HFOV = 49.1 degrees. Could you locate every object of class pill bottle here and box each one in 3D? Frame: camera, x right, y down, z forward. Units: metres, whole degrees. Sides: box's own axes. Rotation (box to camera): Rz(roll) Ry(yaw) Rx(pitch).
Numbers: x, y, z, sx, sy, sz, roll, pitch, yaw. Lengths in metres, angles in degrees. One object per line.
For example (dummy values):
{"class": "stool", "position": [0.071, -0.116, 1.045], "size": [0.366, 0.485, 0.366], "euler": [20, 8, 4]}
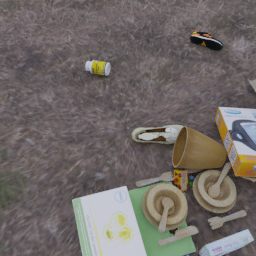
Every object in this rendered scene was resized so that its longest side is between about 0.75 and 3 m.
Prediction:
{"class": "pill bottle", "position": [-1.119, -2.244, 10.409], "size": [0.854, 0.480, 0.480], "euler": [11, 59, 10]}

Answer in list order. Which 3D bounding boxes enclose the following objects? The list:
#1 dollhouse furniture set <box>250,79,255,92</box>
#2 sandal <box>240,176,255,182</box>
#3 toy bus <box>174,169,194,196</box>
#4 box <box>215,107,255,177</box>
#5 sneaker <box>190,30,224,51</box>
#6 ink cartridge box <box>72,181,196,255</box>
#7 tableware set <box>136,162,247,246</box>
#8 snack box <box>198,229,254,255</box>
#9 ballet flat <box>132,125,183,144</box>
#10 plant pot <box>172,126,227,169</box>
{"class": "dollhouse furniture set", "position": [5.238, -1.577, 10.167], "size": [1.309, 0.854, 1.235], "euler": [-23, 81, -48]}
{"class": "sandal", "position": [4.187, 1.314, 8.065], "size": [2.566, 0.844, 0.941], "euler": [-11, 38, -12]}
{"class": "toy bus", "position": [1.523, 1.548, 8.183], "size": [0.727, 0.686, 0.376], "euler": [-48, 26, -26]}
{"class": "box", "position": [3.743, 0.230, 8.343], "size": [1.764, 0.615, 2.963], "euler": [3, 39, 0]}
{"class": "sneaker", "position": [3.237, -3.603, 11.284], "size": [1.372, 0.480, 0.617], "euler": [23, 64, 16]}
{"class": "ink cartridge box", "position": [0.186, 2.531, 7.197], "size": [2.846, 0.682, 2.071], "euler": [-12, 65, -11]}
{"class": "tableware set", "position": [1.777, 1.861, 7.661], "size": [2.849, 0.571, 1.883], "euler": [-13, 59, -17]}
{"class": "snack box", "position": [2.438, 2.969, 7.038], "size": [1.186, 0.843, 0.314], "euler": [-16, 59, -10]}
{"class": "ballet flat", "position": [1.023, 0.253, 8.824], "size": [1.811, 0.565, 0.611], "euler": [-5, 96, 2]}
{"class": "plant pot", "position": [2.118, 0.698, 8.163], "size": [1.321, 1.231, 1.231], "euler": [14, 59, -3]}
